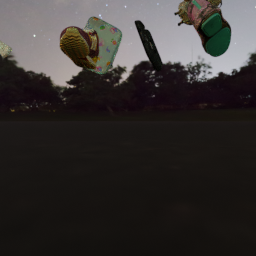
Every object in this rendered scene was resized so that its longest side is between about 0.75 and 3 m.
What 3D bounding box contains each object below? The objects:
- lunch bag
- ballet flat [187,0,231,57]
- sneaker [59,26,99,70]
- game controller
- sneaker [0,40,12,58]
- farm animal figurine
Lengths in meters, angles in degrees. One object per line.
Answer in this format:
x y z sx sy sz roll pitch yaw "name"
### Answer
-1.081 -2.898 10.189 1.495 1.864 0.718 23 6 -14 "lunch bag"
1.749 -2.203 6.049 0.718 0.739 2.077 -35 -19 20 "ballet flat"
-1.108 -2.089 6.657 0.726 0.873 1.937 8 -7 2 "sneaker"
0.749 -3.165 10.705 0.460 2.186 1.140 -31 -35 24 "game controller"
-3.078 -1.942 6.783 0.820 0.298 0.347 28 -10 47 "sneaker"
1.619 -3.538 6.459 1.003 1.903 1.924 -40 17 -23 "farm animal figurine"
